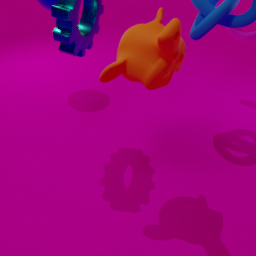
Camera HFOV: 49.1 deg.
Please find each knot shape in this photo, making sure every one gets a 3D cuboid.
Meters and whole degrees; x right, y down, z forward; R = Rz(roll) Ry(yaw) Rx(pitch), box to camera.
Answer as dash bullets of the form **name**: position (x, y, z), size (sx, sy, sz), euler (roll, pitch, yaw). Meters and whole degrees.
- **knot shape**: position (2.091, -2.834, 6.627), size (1.757, 0.868, 1.878), euler (-53, 51, 5)

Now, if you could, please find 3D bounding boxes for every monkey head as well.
- **monkey head**: position (0.355, -1.378, 4.696), size (1.115, 1.332, 1.851), euler (34, 73, 16)

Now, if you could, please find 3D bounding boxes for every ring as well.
- **ring**: position (3.631, -3.361, 8.295), size (1.567, 1.567, 0.313), euler (25, 30, 31)

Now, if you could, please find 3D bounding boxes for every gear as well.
- **gear**: position (-0.966, -2.423, 5.760), size (0.342, 1.851, 1.851), euler (17, 38, 8)

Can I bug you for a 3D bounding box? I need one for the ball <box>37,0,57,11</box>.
- **ball**: position (-2.233, -4.316, 8.644), size (1.376, 1.376, 1.376), euler (0, 36, 0)
